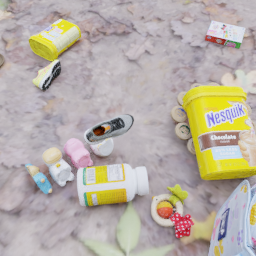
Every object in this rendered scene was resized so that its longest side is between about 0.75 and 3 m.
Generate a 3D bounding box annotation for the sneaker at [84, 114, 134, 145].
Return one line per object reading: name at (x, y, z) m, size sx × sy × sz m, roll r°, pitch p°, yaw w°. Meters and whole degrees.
sneaker at (-0.375, 0.009, 6.402) m, size 1.274 × 0.505 × 0.471 m, roll -25°, pitch 82°, yaw -26°

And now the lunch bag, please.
lunch bag at (3.199, 2.185, 6.472) m, size 2.989 × 2.535 × 1.900 m, roll -31°, pitch 62°, yaw -20°

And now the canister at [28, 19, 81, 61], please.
canister at (-3.060, -3.799, 11.953) m, size 1.369 × 0.798 × 1.844 m, roll 28°, pitch 57°, yaw 19°

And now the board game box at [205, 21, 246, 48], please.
board game box at (4.353, -4.203, 12.533) m, size 1.545 × 0.311 × 1.182 m, roll 19°, pitch 56°, yaw 13°

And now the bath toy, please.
bath toy at (-1.687, 0.813, 8.493) m, size 2.629 × 1.143 × 0.971 m, roll -30°, pitch 37°, yaw -25°

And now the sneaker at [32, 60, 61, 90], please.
sneaker at (-3.159, -2.156, 10.880) m, size 0.682 × 0.590 × 1.510 m, roll 18°, pitch 56°, yaw 16°

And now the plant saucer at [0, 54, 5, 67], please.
plant saucer at (-5.644, -2.707, 11.537) m, size 1.113 × 0.164 × 1.113 m, roll 0°, pitch 53°, yaw 0°

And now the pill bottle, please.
pill bottle at (-0.411, 1.562, 7.855) m, size 1.887 × 1.064 × 1.064 m, roll -6°, pitch 54°, yaw -3°

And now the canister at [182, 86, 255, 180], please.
canister at (2.832, 0.142, 8.373) m, size 1.943 × 1.132 × 2.616 m, roll -1°, pitch 67°, yaw -14°

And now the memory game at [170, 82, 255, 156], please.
memory game at (2.874, -0.234, 9.239) m, size 2.997 × 0.191 × 2.997 m, roll 4°, pitch 66°, yaw -8°

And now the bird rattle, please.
bird rattle at (1.199, 2.303, 7.723) m, size 1.126 × 0.778 × 1.381 m, roll -7°, pitch 66°, yaw 9°
